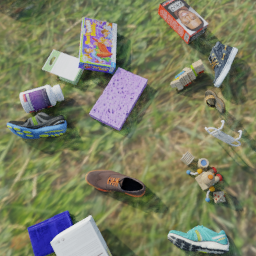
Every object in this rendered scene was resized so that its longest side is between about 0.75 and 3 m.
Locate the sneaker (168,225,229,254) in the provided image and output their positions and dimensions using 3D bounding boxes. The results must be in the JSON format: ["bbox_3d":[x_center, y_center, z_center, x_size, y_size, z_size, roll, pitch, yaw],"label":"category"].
[{"bbox_3d":[2.417,3.820,9.737,2.111,0.818,0.841,9,51,-2],"label":"sneaker"}]

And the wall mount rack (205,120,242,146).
[{"bbox_3d":[3.492,0.215,10.419,1.392,1.209,0.519,28,67,-10],"label":"wall mount rack"}]

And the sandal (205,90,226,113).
[{"bbox_3d":[3.327,-1.006,10.992,0.441,0.660,1.615,-20,34,2],"label":"sandal"}]

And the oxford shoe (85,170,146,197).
[{"bbox_3d":[-0.458,1.935,10.267,2.294,0.832,0.817,10,70,4],"label":"oxford shoe"}]

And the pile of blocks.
[{"bbox_3d":[2.581,-2.195,12.033,1.755,0.720,0.545,-36,117,-3],"label":"pile of blocks"}]

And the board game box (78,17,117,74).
[{"bbox_3d":[-1.315,-3.615,12.274,1.546,0.515,2.299,6,69,-14],"label":"board game box"}]

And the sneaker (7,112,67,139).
[{"bbox_3d":[-3.588,-0.137,11.136,2.272,0.806,0.942,-3,59,-4],"label":"sneaker"}]

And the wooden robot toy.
[{"bbox_3d":[2.920,1.715,10.249,0.998,1.028,2.266,-31,73,-10],"label":"wooden robot toy"}]

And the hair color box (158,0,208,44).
[{"bbox_3d":[2.507,-5.049,12.921,1.114,0.672,2.195,-35,74,-13],"label":"hair color box"}]

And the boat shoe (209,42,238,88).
[{"bbox_3d":[3.872,-2.736,12.065,1.003,0.782,2.210,26,65,9],"label":"boat shoe"}]

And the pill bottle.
[{"bbox_3d":[-3.472,-1.229,11.408,1.583,0.882,0.882,-18,71,-7],"label":"pill bottle"}]

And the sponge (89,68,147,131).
[{"bbox_3d":[-0.361,-1.257,11.685,1.404,0.375,2.517,27,72,9],"label":"sponge"}]

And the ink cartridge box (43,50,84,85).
[{"bbox_3d":[-2.752,-2.651,12.198,1.550,0.372,1.128,20,71,7],"label":"ink cartridge box"}]

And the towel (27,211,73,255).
[{"bbox_3d":[-2.662,3.736,9.845,1.562,0.387,1.154,-22,71,-8],"label":"towel"}]

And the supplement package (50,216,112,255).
[{"bbox_3d":[-1.209,4.294,8.941,1.349,1.401,2.464,-28,83,-10],"label":"supplement package"}]
